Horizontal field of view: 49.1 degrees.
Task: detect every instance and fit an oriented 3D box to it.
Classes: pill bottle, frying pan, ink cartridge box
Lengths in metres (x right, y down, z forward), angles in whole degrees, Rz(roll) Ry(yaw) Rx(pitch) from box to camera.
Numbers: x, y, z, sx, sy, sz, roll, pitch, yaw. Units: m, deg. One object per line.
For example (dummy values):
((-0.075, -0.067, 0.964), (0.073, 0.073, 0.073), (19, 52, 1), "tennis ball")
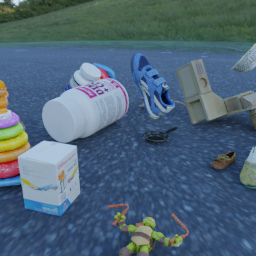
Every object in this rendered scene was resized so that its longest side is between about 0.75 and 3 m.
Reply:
((-1.376, -0.652, 9.692), (1.667, 1.667, 2.940), (12, 26, 28), "pill bottle")
((-1.943, -1.753, 11.761), (1.065, 1.840, 1.065), (26, 35, -21), "pill bottle")
((1.057, 0.214, 9.480), (0.863, 0.232, 1.427), (12, 23, 25), "frying pan")
((-1.651, 1.041, 6.027), (0.898, 1.241, 0.914), (7, 23, 17), "ink cartridge box")

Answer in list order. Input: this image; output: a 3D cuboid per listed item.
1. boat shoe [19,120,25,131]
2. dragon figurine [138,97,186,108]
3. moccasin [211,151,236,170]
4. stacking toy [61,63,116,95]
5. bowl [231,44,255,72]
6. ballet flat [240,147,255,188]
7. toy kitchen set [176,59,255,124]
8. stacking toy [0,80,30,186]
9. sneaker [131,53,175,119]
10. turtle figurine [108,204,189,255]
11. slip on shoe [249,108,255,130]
((-4.632, 0.007, 9.235), (2.445, 0.926, 0.878), (6, 17, -11), "boat shoe")
((1.500, -1.170, 12.414), (2.067, 0.608, 1.028), (-7, 23, -14), "dragon figurine")
((2.616, 0.867, 7.628), (0.988, 0.381, 0.361), (-14, 26, -31), "moccasin")
((-2.002, -1.813, 13.271), (1.643, 1.554, 2.831), (30, 46, 33), "stacking toy")
((3.667, -2.016, 8.508), (0.468, 0.997, 0.997), (43, 34, 7), "bowl")
((3.634, 0.741, 7.294), (2.505, 0.886, 0.886), (-18, 28, -38), "ballet flat")
((3.607, -1.594, 10.287), (2.498, 2.254, 2.038), (-17, 0, -26), "toy kitchen set")
((-3.010, 0.078, 6.723), (1.371, 2.498, 1.450), (-2, 21, -6), "stacking toy")
((0.583, -1.001, 6.318), (0.636, 1.547, 0.572), (-17, 11, 45), "sneaker")
((0.147, 1.933, 4.812), (1.573, 0.506, 1.268), (14, 32, 21), "turtle figurine")
((5.596, -0.217, 9.944), (2.486, 0.945, 0.753), (6, 61, -7), "slip on shoe")
